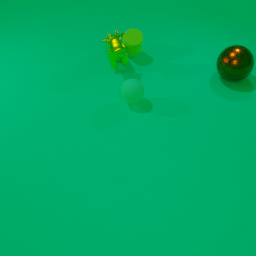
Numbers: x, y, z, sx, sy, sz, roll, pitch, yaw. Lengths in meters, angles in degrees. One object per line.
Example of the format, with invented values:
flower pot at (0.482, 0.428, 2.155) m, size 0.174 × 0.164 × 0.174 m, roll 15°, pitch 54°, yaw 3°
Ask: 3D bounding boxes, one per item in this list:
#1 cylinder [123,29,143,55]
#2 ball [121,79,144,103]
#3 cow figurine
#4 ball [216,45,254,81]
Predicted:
cylinder at (0.180, -3.212, 10.492) m, size 0.718 × 0.718 × 0.718 m, roll 1°, pitch 74°, yaw -3°
ball at (0.146, -1.185, 8.885) m, size 0.750 × 0.750 × 0.750 m, roll 0°, pitch 50°, yaw 0°
cow figurine at (-0.458, -2.841, 9.904) m, size 0.797 × 1.428 × 1.451 m, roll -19°, pitch 40°, yaw -3°
ball at (3.677, -2.222, 9.634) m, size 1.228 × 1.228 × 1.228 m, roll 0°, pitch 50°, yaw 0°
